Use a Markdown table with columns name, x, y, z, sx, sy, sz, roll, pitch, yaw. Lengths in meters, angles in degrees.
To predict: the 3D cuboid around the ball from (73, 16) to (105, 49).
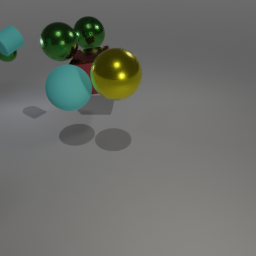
| name | x | y | z | sx | sy | sz | roll | pitch | yaw |
| --- | --- | --- | --- | --- | --- | --- | --- | --- | --- |
| ball | -1.713 | -4.172 | 12.333 | 1.400 | 1.400 | 1.400 | 0 | 32 | 0 |

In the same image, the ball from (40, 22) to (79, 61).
| name | x | y | z | sx | sy | sz | roll | pitch | yaw |
| --- | --- | --- | --- | --- | --- | --- | --- | --- | --- |
| ball | -2.539 | -3.193 | 10.404 | 1.400 | 1.400 | 1.400 | 0 | 32 | 0 |

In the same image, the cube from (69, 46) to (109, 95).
| name | x | y | z | sx | sy | sz | roll | pitch | yaw |
| --- | --- | --- | --- | --- | --- | --- | --- | --- | --- |
| cube | -1.381 | -2.291 | 11.224 | 1.400 | 1.400 | 1.400 | -5 | 38 | 10 |

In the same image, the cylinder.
| name | x | y | z | sx | sy | sz | roll | pitch | yaw |
| --- | --- | --- | --- | --- | --- | --- | --- | --- | --- |
| cylinder | -3.828 | -2.782 | 8.942 | 0.700 | 0.700 | 0.700 | 22 | 56 | 31 |

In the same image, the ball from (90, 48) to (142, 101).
| name | x | y | z | sx | sy | sz | roll | pitch | yaw |
| --- | --- | --- | --- | --- | --- | --- | --- | --- | --- |
| ball | -0.312 | -1.448 | 7.590 | 1.400 | 1.400 | 1.400 | 0 | 32 | 0 |

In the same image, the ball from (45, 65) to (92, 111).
| name | x | y | z | sx | sy | sz | roll | pitch | yaw |
| --- | --- | --- | --- | --- | --- | --- | --- | --- | --- |
| ball | -1.811 | -1.224 | 8.573 | 1.400 | 1.400 | 1.400 | 0 | 32 | 0 |

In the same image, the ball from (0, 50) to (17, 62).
| name | x | y | z | sx | sy | sz | roll | pitch | yaw |
| --- | --- | --- | --- | --- | --- | --- | --- | --- | --- |
| ball | -4.198 | -2.633 | 9.669 | 0.700 | 0.700 | 0.700 | 0 | 32 | 0 |
